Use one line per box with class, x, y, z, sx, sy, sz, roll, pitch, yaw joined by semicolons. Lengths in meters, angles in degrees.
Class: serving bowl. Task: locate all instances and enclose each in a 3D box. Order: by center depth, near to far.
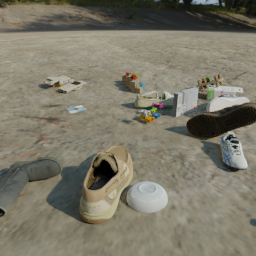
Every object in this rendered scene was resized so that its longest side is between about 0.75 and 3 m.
serving bowl;0.470;1.602;6.823;1.012;0.333;1.012;1;24;0

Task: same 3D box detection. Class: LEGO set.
LEGO set;0.822;-0.590;11.277;0.619;0.575;1.508;15;25;30

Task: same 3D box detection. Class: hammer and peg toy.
hammer and peg toy;4.025;-2.314;14.510;1.673;0.590;1.230;-11;9;33

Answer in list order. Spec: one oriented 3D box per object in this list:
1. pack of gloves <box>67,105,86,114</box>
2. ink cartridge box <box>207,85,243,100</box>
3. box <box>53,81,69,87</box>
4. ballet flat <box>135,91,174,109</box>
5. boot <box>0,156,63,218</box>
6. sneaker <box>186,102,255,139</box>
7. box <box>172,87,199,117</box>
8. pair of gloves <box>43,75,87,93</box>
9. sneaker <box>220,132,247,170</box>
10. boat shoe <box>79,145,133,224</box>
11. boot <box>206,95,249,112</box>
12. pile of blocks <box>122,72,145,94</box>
pack of gloves;-2.310;-0.891;12.501;0.809;0.160;0.680;-17;28;-32
ink cartridge box;4.749;-1.680;13.746;1.599;0.538;0.936;6;25;17
box;-3.818;-2.514;16.007;1.040;0.216;0.619;-4;25;-3
ballet flat;1.432;-1.306;12.665;2.279;0.792;0.792;-5;25;-10
boot;-2.628;1.407;6.863;1.650;0.658;1.815;-11;16;10
sneaker;3.321;-0.257;9.653;2.562;0.902;0.968;-12;6;38
box;2.441;-1.104;11.916;1.319;1.028;0.272;-19;32;-34
pair of gloves;-3.526;-2.546;15.565;2.015;0.353;1.713;24;32;28
sneaker;3.189;0.677;8.507;0.631;0.636;1.755;3;26;4
boat shoe;-0.457;1.094;7.179;1.048;0.948;2.939;3;25;7
boot;4.016;-0.990;12.074;2.390;0.869;1.080;-5;18;-30
pile of blocks;0.422;-2.659;15.580;1.077;0.816;2.625;-7;26;-14
